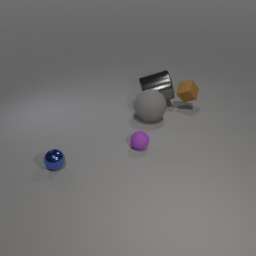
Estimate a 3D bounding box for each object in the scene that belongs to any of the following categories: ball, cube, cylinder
[{"bbox_3d":[-2.469,1.052,9.399,0.700,0.700,0.700,0,30,0],"label":"ball"},{"bbox_3d":[0.969,-0.975,12.163,1.400,1.400,1.400,0,30,0],"label":"ball"},{"bbox_3d":[2.758,-1.702,12.919,0.700,0.700,0.700,-11,51,42],"label":"cube"},{"bbox_3d":[0.442,0.451,10.380,0.700,0.700,0.700,0,30,0],"label":"ball"},{"bbox_3d":[1.362,-1.894,13.372,1.400,1.400,1.400,-16,30,4],"label":"cylinder"}]
